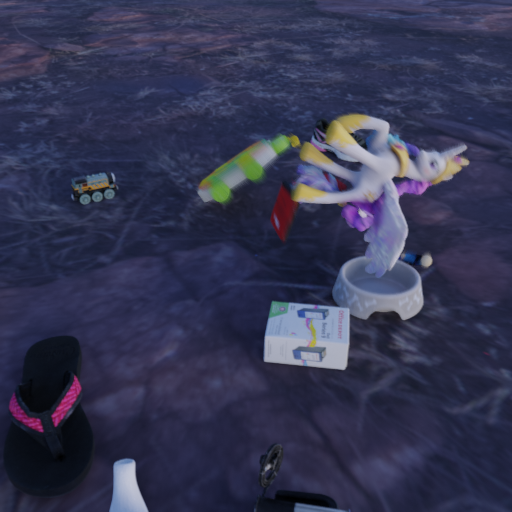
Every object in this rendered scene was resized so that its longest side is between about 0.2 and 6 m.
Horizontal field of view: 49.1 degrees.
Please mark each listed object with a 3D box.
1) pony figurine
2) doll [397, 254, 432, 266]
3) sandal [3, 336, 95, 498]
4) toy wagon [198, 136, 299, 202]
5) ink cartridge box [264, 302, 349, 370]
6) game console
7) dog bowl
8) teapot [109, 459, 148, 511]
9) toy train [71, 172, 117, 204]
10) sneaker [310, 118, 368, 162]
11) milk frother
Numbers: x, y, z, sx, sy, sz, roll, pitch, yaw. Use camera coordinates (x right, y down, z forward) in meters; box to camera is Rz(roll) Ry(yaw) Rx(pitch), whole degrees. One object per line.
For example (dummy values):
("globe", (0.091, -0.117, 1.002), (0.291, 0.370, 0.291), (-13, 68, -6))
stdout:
("pony figurine", (1.794, -1.085, 8.707), (2.359, 2.277, 1.964), (12, 46, -18))
("doll", (2.584, 0.077, 9.137), (0.575, 0.204, 0.843), (13, -6, -16))
("sandal", (-2.557, 1.740, 6.829), (0.995, 0.597, 2.649), (-10, 34, -14))
("toy wagon", (-0.166, -1.850, 11.280), (2.217, 0.439, 1.720), (-33, 16, 12))
("ink cartridge box", (0.728, 1.107, 7.897), (1.146, 0.501, 0.832), (6, 33, 7))
("game console", (0.863, -0.873, 9.727), (0.812, 1.179, 1.368), (16, 14, -11))
("dog bowl", (1.930, 0.467, 8.833), (1.420, 0.416, 1.420), (0, 30, 0))
("teapot", (-1.107, 2.822, 4.653), (1.591, 1.162, 1.570), (24, 40, 30))
("toy train", (-3.406, -1.444, 11.765), (0.973, 0.555, 0.415), (-17, 37, -23))
("sneaker", (2.127, -2.885, 13.768), (1.833, 0.791, 0.736), (21, 40, 28))
("milk frother", (0.449, 2.431, 5.433), (0.927, 0.986, 0.890), (6, 29, 8))
